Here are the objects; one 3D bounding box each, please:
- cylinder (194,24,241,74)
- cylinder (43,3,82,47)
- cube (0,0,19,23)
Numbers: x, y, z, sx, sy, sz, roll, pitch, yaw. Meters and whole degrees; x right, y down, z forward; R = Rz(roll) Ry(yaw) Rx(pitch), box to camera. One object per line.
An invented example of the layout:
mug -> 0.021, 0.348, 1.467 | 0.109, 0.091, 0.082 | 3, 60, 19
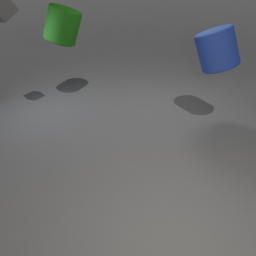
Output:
cylinder -> 3.269, -2.880, 10.255 | 1.400, 1.400, 1.400 | -18, 21, 7
cylinder -> -2.783, -4.368, 11.890 | 1.400, 1.400, 1.400 | 16, 27, -9
cube -> -4.408, -4.193, 9.803 | 0.700, 0.700, 0.700 | -50, 38, -11
